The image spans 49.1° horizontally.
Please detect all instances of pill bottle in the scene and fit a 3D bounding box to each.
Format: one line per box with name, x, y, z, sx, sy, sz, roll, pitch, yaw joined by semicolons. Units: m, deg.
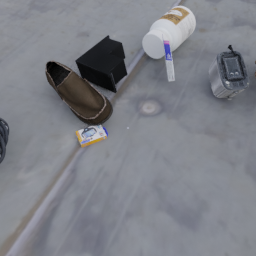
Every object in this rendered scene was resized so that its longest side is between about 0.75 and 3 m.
pill bottle;1.392;-3.263;9.628;1.144;1.144;2.001;28;55;21

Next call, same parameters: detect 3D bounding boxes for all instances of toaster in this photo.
toaster;2.873;-1.563;8.174;0.823;0.936;1.449;-7;74;-8

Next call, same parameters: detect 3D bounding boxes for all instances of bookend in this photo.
bookend;-0.518;-2.025;8.672;1.525;0.707;1.535;27;61;32

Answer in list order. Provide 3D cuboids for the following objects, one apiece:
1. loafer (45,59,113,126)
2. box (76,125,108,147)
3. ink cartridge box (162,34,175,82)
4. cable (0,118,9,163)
loafer;-1.507;-0.999;7.680;2.618;0.934;0.955;37;85;26
box;-0.940;0.172;7.465;0.802;0.166;0.478;-21;54;-14
ink cartridge box;1.216;-2.111;8.393;0.225;1.039;1.020;-7;50;9
cable;-4.069;0.529;6.582;2.596;0.659;2.118;-35;49;-21
